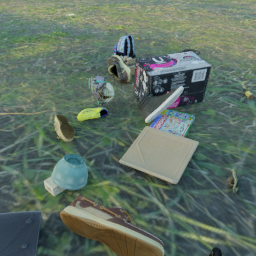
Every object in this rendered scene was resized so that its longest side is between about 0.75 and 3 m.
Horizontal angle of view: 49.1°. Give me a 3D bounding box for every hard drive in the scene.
[{"bbox_3d":[-3.078,2.630,6.457,2.049,0.434,1.382,-5,34,-7],"label":"hard drive"}]

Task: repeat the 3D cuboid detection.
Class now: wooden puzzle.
[{"bbox_3d":[1.036,0.828,9.099,1.951,0.393,2.109,18,43,25],"label":"wooden puzzle"}]

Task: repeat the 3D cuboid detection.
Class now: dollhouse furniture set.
[{"bbox_3d":[0.022,-3.552,15.128,0.771,1.115,1.181,-16,48,-22],"label":"dollhouse furniture set"}]

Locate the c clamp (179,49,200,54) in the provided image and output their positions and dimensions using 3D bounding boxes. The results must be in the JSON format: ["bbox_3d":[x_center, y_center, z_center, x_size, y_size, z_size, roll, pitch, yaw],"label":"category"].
[{"bbox_3d":[3.896,-4.615,17.576,1.525,0.242,1.785,17,39,32],"label":"c clamp"}]

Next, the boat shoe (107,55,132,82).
[{"bbox_3d":[-0.630,-3.143,14.717,0.827,0.899,2.517,-11,40,-25],"label":"boat shoe"}]

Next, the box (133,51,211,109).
[{"bbox_3d":[1.818,-2.065,12.118,2.832,1.871,1.625,-13,41,-19],"label":"box"}]

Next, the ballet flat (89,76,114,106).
[{"bbox_3d":[-0.961,-1.401,11.191,0.856,0.856,2.381,-1,-11,3],"label":"ballet flat"}]

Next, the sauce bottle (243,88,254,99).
[{"bbox_3d":[5.557,-1.601,12.973,0.259,0.259,0.784,-3,36,-4],"label":"sauce bottle"}]

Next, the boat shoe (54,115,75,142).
[{"bbox_3d":[-2.379,0.082,10.347,0.565,0.483,1.542,11,28,-32],"label":"boat shoe"}]

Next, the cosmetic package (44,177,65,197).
[{"bbox_3d":[-1.919,1.532,8.198,0.484,0.342,0.934,27,43,34],"label":"cosmetic package"}]

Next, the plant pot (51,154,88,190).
[{"bbox_3d":[-1.620,1.188,8.108,1.044,0.699,1.044,16,22,-7],"label":"plant pot"}]

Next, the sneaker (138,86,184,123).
[{"bbox_3d":[1.159,-1.146,10.692,0.949,1.913,0.676,52,11,17],"label":"sneaker"}]

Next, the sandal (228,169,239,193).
[{"bbox_3d":[3.074,1.569,8.188,0.272,0.378,0.952,-8,24,20],"label":"sandal"}]

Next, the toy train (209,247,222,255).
[{"bbox_3d":[1.839,3.207,5.622,0.298,0.400,1.746,5,34,8],"label":"toy train"}]

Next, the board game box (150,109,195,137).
[{"bbox_3d":[1.630,-0.056,10.629,1.339,0.290,1.989,15,37,20],"label":"board game box"}]

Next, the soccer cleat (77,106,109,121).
[{"bbox_3d":[-1.388,-0.556,11.239,1.311,0.424,0.548,-18,33,-27],"label":"soccer cleat"}]

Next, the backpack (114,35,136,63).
[{"bbox_3d":[-0.202,-4.766,16.617,0.995,1.480,1.351,18,39,25],"label":"backpack"}]

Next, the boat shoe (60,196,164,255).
[{"bbox_3d":[-0.303,2.252,6.624,2.644,0.954,0.952,11,36,27],"label":"boat shoe"}]
